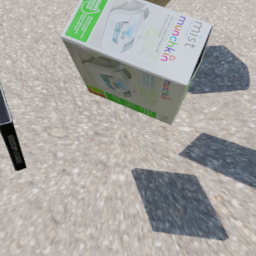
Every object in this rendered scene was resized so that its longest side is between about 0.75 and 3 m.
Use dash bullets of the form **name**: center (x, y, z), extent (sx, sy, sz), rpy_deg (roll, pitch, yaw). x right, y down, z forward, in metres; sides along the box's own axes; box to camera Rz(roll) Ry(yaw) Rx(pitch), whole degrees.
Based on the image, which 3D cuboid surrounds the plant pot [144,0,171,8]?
- **plant pot**: center (-0.198, -4.202, 8.201), extent (2.240, 2.237, 1.983), rpy_deg (49, 25, 8)

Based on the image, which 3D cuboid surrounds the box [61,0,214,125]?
- **box**: center (0.197, -1.172, 5.180), extent (2.057, 2.331, 1.127), rpy_deg (23, 79, 7)

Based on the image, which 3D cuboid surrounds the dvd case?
- **dvd case**: center (-2.129, -0.411, 4.639), extent (0.237, 1.439, 1.915), rpy_deg (-18, 62, -21)
